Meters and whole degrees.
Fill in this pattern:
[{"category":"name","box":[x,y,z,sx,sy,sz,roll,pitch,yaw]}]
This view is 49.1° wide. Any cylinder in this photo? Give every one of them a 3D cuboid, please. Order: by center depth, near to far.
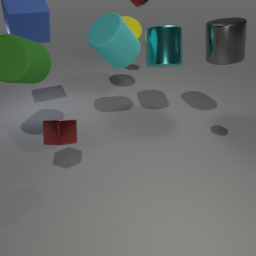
[{"category":"cylinder","box":[-3.361,-2.104,8.778,1.400,1.400,1.400,7,9,11]},{"category":"cylinder","box":[-0.479,-3.054,9.935,1.400,1.400,1.400,-14,61,26]},{"category":"cylinder","box":[3.594,-3.211,10.332,1.400,1.400,1.400,-7,29,4]},{"category":"cylinder","box":[1.383,-3.076,10.773,1.400,1.400,1.400,-2,8,0]},{"category":"cylinder","box":[-0.157,-4.194,13.090,1.400,1.400,1.400,3,71,-8]}]

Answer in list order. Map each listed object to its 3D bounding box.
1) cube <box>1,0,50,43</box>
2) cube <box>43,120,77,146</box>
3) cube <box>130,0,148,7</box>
[{"category":"cube","box":[-3.732,-4.066,10.251,1.400,1.400,1.400,-15,61,-23]},{"category":"cube","box":[-1.972,0.121,8.150,0.700,0.700,0.700,0,2,37]},{"category":"cube","box":[0.544,-6.296,13.264,0.700,0.700,0.700,6,70,50]}]
